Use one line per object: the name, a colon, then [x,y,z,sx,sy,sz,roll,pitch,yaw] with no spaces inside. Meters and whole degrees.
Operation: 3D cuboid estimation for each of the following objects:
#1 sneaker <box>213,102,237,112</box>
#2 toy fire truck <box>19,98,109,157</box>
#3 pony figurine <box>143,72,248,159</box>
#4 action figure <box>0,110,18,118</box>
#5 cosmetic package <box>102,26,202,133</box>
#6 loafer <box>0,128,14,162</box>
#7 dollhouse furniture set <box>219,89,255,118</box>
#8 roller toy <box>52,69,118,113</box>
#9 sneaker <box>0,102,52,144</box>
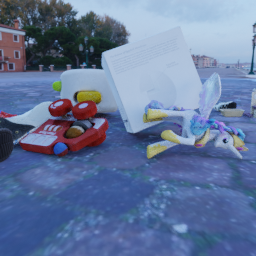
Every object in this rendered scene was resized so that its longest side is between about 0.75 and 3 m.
sneaker: [5.041,-1.145,14.550,1.358,0.503,0.601,-6,17,-26]
toy fire truck: [-1.751,0.145,7.999,2.196,1.231,1.844,7,39,30]
pony figurine: [1.792,-0.162,7.897,2.628,2.188,2.537,2,44,-6]
action figure: [-5.748,-0.265,10.289,2.832,1.402,0.924,20,5,-15]
cosmetic package: [0.805,-1.530,9.394,2.651,2.660,1.635,-21,3,-6]
loafer: [-3.655,0.508,6.585,0.825,0.849,2.325,5,14,17]
dollhouse furniture set: [5.224,-1.099,12.614,1.804,1.280,1.429,-1,13,-3]
roller toy: [-1.724,-1.520,12.794,2.872,2.007,2.620,2,4,43]
sneaker: [-3.287,0.061,8.817,1.047,1.056,2.914,38,40,17]
